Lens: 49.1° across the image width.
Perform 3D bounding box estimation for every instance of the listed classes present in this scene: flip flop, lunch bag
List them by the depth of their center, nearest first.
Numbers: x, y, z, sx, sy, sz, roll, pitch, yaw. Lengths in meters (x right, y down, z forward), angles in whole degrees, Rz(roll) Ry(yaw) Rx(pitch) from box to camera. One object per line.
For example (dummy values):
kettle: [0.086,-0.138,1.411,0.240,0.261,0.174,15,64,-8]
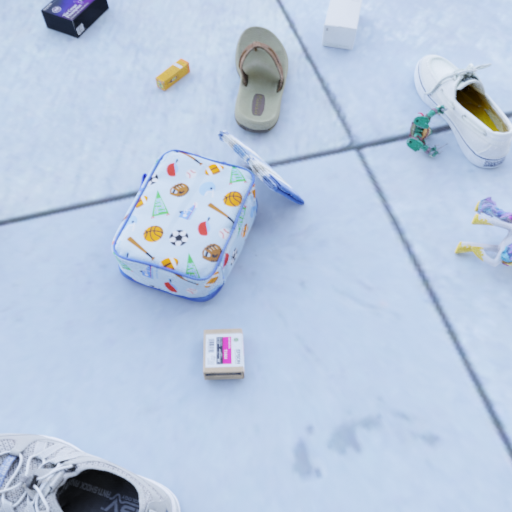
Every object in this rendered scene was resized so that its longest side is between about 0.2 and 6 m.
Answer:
lunch bag: [-1.109,-0.569,8.887,1.923,0.907,2.400,15,60,12]
flip flop: [0.058,-3.553,10.823,1.105,0.785,2.725,4,58,3]

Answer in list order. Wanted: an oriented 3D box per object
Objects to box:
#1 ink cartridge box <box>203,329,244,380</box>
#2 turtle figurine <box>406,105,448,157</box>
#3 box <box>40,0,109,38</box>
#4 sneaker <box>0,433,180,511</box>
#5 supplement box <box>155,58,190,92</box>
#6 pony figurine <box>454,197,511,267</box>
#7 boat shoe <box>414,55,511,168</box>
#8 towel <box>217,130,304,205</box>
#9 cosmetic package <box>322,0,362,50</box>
ink cartridge box: [-0.465,1.395,7.980,0.575,0.262,0.698,-3,53,-1]
turtle figurine: [3.048,-2.222,10.049,0.608,0.905,1.209,5,16,31]
box: [-3.920,-5.360,12.169,0.847,0.473,1.200,21,60,16]
sneaker: [-2.362,2.653,6.636,2.951,1.210,1.103,9,58,6]
supplement box: [-1.663,-3.620,11.185,0.262,0.254,0.762,32,62,19]
pony figurine: [4.087,-0.324,8.719,1.484,1.236,1.433,24,93,11]
boat shoe: [3.812,-2.997,10.221,1.042,1.203,2.822,-12,58,-7]
towel: [0.088,-1.466,9.415,0.187,1.152,1.569,-48,66,12]
cosmetic package: [1.835,-5.031,11.900,0.695,0.548,1.291,12,59,6]
